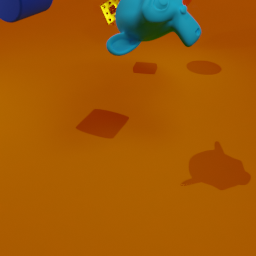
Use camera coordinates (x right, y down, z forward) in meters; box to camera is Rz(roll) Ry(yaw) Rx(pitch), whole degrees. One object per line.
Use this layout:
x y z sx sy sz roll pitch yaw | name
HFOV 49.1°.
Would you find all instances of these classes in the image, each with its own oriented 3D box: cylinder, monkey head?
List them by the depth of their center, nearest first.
0.522 -1.930 5.034 1.189 1.419 1.973 -22 27 56 | monkey head
-2.508 -3.150 6.477 1.116 1.116 1.116 17 41 21 | cylinder

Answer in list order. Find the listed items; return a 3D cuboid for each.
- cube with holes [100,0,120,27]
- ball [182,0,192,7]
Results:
-0.367 -4.213 10.093 0.755 0.755 0.755 -23 2 29 | cube with holes
1.684 -4.777 9.787 1.274 1.274 1.274 0 38 0 | ball
